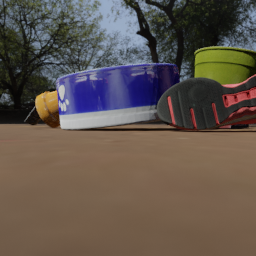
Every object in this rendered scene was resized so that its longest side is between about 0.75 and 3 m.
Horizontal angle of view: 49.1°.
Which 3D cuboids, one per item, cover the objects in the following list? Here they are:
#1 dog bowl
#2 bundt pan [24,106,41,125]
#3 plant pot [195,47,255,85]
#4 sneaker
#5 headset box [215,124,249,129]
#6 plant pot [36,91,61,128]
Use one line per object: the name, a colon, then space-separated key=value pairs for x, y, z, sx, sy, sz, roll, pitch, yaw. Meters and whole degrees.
dog bowl: x=-0.187 y=-0.718 z=6.727 sx=2.930 sy=1.154 sz=2.930 roll=-7 pitch=5 yaw=1
bundt pan: x=-2.944 y=-0.516 z=9.206 sx=0.394 sy=1.050 sz=1.050 roll=35 pitch=-11 yaw=-18
plant pot: x=3.736 y=-1.443 z=10.861 sx=2.721 sy=2.620 sz=2.721 roll=10 pitch=2 yaw=0
sneaker: x=1.885 y=-0.341 z=5.123 sx=2.656 sy=0.979 sz=1.152 roll=-7 pitch=-20 yaw=19
headset box: x=2.472 y=-0.280 z=7.665 sx=1.573 sy=0.590 sz=1.169 roll=1 pitch=1 yaw=44
plant pot: x=-1.999 y=-0.691 z=8.361 sx=0.998 sy=1.091 sz=1.091 roll=-24 pitch=-6 yaw=15
